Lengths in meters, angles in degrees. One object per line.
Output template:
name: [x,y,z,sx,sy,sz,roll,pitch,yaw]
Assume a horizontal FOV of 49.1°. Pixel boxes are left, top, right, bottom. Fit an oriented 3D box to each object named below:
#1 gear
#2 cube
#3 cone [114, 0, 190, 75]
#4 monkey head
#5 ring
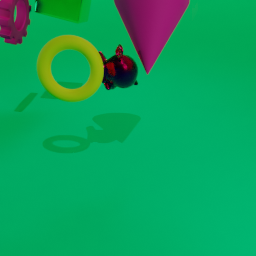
gear: [-2.824,-2.856,7.018,0.270,1.461,1.461,12,29,-2]
cube: [-1.684,-3.629,7.604,1.215,1.215,1.215,14,23,-2]
cone: [0.416,-1.763,5.439,1.486,1.491,1.486,3,-7,0]
monkey head: [-0.224,-1.274,5.811,0.789,1.310,0.942,-22,63,7]
ring: [-1.077,-1.089,5.247,1.240,1.240,0.248,-1,20,-1]
